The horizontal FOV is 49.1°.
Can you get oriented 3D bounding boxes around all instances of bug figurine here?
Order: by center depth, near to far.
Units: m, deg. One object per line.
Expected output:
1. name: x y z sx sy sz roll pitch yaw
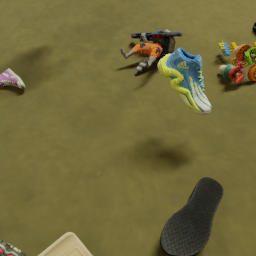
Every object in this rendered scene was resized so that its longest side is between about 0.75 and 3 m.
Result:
1. bug figurine: 4.107 -2.511 9.768 1.925 0.495 1.493 -1 57 -6

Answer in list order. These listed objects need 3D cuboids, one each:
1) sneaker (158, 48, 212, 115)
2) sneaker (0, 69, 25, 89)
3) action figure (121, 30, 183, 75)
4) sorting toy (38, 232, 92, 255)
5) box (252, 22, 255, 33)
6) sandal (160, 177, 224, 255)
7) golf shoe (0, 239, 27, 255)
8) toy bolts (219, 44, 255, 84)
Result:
1. sneaker: 1.507 -1.118 6.521 1.742 0.915 0.660 45 40 -4
2. sneaker: -3.794 -1.453 9.033 0.625 0.397 1.096 -41 54 -21
3. action figure: 0.767 -2.778 9.876 2.109 1.140 2.180 -31 33 -31
4. sorting toy: -1.521 3.583 4.964 2.850 0.419 2.107 -35 64 -28
5. box: 5.685 -3.620 10.748 1.163 0.321 1.452 -11 52 -8
6. sandal: 1.483 2.009 6.247 0.877 0.527 2.336 34 44 18
7. golf shoe: -3.060 2.483 5.658 1.955 0.754 0.861 22 61 17
8. toy bolts: 3.678 -1.996 9.262 1.270 1.213 0.881 -38 33 -3
